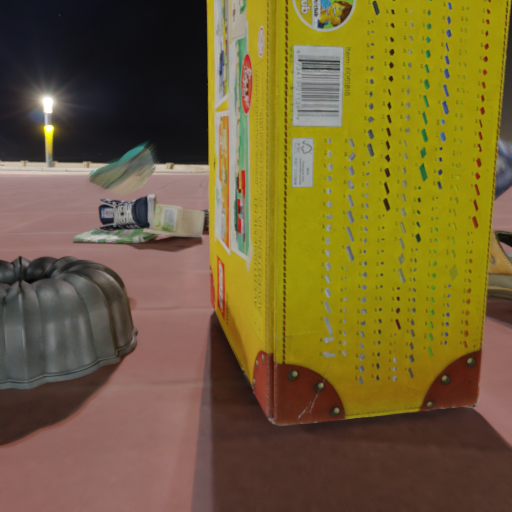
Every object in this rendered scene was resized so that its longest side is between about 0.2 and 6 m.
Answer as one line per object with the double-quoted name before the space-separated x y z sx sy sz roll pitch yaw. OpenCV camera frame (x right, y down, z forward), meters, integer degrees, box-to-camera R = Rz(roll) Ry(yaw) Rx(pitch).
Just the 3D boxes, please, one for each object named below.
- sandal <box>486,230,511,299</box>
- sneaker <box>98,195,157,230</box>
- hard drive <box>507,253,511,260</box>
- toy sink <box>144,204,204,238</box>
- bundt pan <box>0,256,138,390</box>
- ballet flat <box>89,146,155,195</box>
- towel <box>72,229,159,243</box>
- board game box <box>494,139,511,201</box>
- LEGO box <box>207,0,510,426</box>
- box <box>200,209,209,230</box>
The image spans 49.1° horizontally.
"sandal" 3.619 0.113 7.881 1.336 0.899 3.327 -5 12 -25
"sneaker" -3.209 -1.057 13.930 1.331 0.860 2.453 1 0 -18
"hard drive" 5.002 0.075 10.222 0.594 0.120 0.900 -4 11 -20
"toy sink" -1.894 -0.820 12.942 0.788 0.678 1.209 9 5 34
"bundt pan" -2.393 0.535 5.779 2.317 0.869 2.317 0 10 0
"ballet flat" -2.169 -1.382 9.492 0.699 0.699 1.884 2 23 13
"towel" -3.212 -0.478 12.986 1.634 0.191 1.246 2 12 8
"board game box" 3.760 -1.726 11.227 2.976 2.016 0.515 16 44 -28
"LEGO box" 0.584 -1.279 5.372 1.761 4.565 3.399 -2 12 -11
"box" -0.126 -0.951 14.556 2.119 0.527 1.671 8 13 36
